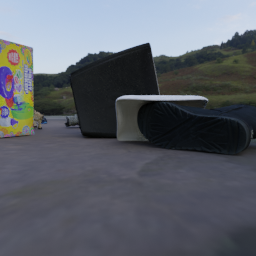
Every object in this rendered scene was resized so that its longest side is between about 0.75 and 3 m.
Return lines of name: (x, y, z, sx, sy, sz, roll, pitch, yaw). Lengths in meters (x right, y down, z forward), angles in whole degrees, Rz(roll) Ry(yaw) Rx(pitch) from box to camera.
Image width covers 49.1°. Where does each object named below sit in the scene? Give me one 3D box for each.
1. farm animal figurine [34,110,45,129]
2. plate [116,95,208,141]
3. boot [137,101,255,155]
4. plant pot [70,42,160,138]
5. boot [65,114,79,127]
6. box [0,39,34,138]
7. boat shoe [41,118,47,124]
farm animal figurine: (-3.883, -0.435, 10.098, 1.527, 0.951, 1.890, -2, 4, -26)
plate: (0.551, -0.189, 5.301, 1.548, 0.251, 1.551, -1, -29, -2)
boot: (1.385, -0.068, 4.982, 1.979, 0.756, 1.663, 11, 13, 36)
plant pot: (-0.424, -0.761, 7.290, 1.943, 2.185, 2.190, -11, 5, -9)
boot: (-1.872, -0.392, 11.555, 1.395, 0.723, 2.136, -1, 5, -7)
box: (-3.766, -0.974, 7.288, 2.243, 2.328, 1.420, 1, 4, 25)
boat shoe: (-4.586, -0.415, 15.218, 0.422, 0.344, 1.003, -3, 4, -39)
